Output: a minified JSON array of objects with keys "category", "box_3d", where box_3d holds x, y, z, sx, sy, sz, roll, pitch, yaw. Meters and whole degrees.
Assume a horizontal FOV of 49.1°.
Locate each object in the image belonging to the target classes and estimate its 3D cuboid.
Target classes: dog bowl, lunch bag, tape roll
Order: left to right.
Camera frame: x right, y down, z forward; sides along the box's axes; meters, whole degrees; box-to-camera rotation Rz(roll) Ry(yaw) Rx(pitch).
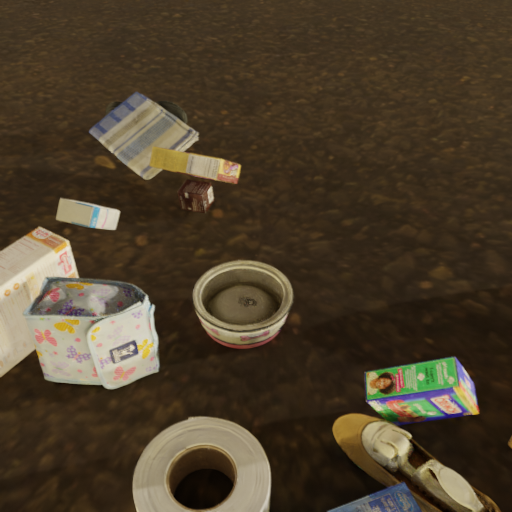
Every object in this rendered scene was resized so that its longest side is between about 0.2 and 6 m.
[{"category":"lunch bag","box_3d":[-2.307,1.141,8.167,1.693,1.436,1.076,4,38,3]},{"category":"tape roll","box_3d":[-0.646,2.825,6.846,1.660,0.580,1.660,0,40,0]},{"category":"dog bowl","box_3d":[-0.217,0.821,9.203,1.638,0.604,1.638,0,40,0]}]

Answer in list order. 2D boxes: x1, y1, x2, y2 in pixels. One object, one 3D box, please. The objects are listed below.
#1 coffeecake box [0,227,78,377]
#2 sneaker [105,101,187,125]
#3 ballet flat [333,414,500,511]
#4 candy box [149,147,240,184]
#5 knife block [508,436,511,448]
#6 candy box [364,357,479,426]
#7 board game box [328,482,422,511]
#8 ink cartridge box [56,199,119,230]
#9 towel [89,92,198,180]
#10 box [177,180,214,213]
[{"category":"coffeecake box","box_3d":[-3.688,0.726,8.609,0.713,1.497,1.951,23,45,25]},{"category":"sneaker","box_3d":[-2.814,-3.301,14.054,2.196,0.834,0.997,0,49,11]},{"category":"ballet flat","box_3d":[1.980,2.610,6.976,0.813,0.747,2.370,-33,50,-32]},{"category":"candy box","box_3d":[-1.299,-1.933,11.984,1.675,0.473,0.977,15,7,22]},{"category":"knife block","box_3d":[4.802,1.806,7.875,2.558,0.818,2.245,5,40,7]},{"category":"candy box","box_3d":[2.176,1.804,7.353,1.205,1.019,0.464,-18,49,25]},{"category":"board game box","box_3d":[0.925,4.026,5.390,2.844,0.620,2.858,-15,42,-15]},{"category":"ink cartridge box","box_3d":[-3.146,-0.769,10.546,0.715,0.419,0.990,14,4,14]},{"category":"towel","box_3d":[-2.673,-2.868,13.239,2.309,0.275,1.696,39,74,26]},{"category":"box","box_3d":[-1.254,-1.245,11.699,0.578,0.479,0.474,9,44,17]}]
